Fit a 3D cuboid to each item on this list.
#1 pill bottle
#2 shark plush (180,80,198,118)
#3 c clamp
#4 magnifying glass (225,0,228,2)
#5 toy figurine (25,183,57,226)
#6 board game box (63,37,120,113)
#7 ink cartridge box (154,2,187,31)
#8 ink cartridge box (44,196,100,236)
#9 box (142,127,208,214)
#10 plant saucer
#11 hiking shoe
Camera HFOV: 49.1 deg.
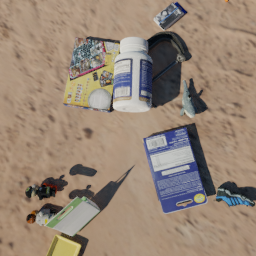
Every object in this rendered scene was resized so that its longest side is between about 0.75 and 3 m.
[{"bbox_3d":[0.187,-1.924,10.313,1.410,1.410,2.542,2,83,0],"label":"pill bottle"},{"bbox_3d":[2.393,-1.110,10.772,0.683,0.627,1.504,3,79,4],"label":"shark plush"},{"bbox_3d":[1.218,-2.484,11.217,2.777,0.376,2.372,-45,78,-5],"label":"c clamp"},{"bbox_3d":[3.982,-5.721,11.866,0.356,0.100,0.894,-25,82,-4],"label":"magnifying glass"},{"bbox_3d":[-3.034,2.637,9.769,0.986,1.418,1.396,3,84,-12],"label":"toy figurine"},{"bbox_3d":[-1.384,-2.095,11.046,1.858,0.474,2.742,9,81,2],"label":"board game box"},{"bbox_3d":[1.775,-4.705,11.612,1.338,0.262,0.666,-42,82,-7],"label":"ink cartridge box"},{"bbox_3d":[-1.888,2.909,9.497,1.370,1.882,0.451,-41,53,-6],"label":"ink cartridge box"},{"bbox_3d":[1.717,1.562,10.418,1.730,0.463,2.856,-14,79,-2],"label":"box"},{"bbox_3d":[-2.315,4.471,10.038,1.029,0.249,1.029,21,80,4],"label":"plant saucer"},{"bbox_3d":[3.901,2.653,10.265,1.399,0.520,0.606,20,87,14],"label":"hiking shoe"}]
